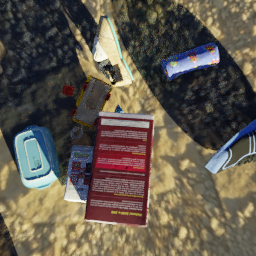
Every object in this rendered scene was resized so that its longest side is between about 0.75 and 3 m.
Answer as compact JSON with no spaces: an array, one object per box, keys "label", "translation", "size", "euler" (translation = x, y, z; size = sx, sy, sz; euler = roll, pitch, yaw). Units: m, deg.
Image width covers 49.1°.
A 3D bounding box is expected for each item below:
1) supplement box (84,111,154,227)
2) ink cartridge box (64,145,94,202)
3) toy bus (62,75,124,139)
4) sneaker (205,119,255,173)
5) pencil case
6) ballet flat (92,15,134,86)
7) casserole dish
[{"label":"supplement box","translation":[-0.136,0.951,6.712],"size":[1.399,0.782,2.570],"euler":[5,73,6]},{"label":"ink cartridge box","translation":[-0.742,1.258,7.429],"size":[1.625,0.681,1.426],"euler":[5,72,1]},{"label":"toy bus","translation":[-1.057,-0.690,7.851],"size":[1.582,0.818,1.493],"euler":[-20,108,-3]},{"label":"sneaker","translation":[3.379,0.509,7.487],"size":[2.747,0.963,1.070],"euler":[-36,70,-10]},{"label":"pencil case","translation":[1.829,-1.945,8.268],"size":[1.704,0.740,0.665],"euler":[-19,79,-4]},{"label":"ballet flat","translation":[-0.485,-1.858,7.434],"size":[0.776,2.377,0.838],"euler":[-24,55,3]},{"label":"casserole dish","translation":[-2.567,0.764,7.743],"size":[1.120,0.359,1.849],"euler":[-17,77,-4]}]
